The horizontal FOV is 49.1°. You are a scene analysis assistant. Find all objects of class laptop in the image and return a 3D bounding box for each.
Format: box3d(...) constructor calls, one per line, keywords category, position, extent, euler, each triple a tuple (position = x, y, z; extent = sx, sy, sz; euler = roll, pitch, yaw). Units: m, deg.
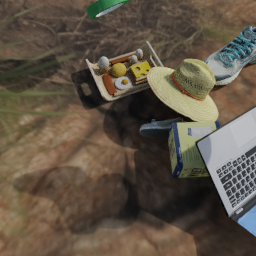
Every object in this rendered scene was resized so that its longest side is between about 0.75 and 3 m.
box3d(category="laptop", position=(3.213, 0.910, 5.617), extent=(2.534, 1.568, 2.706), euler=(-26, 94, -26))

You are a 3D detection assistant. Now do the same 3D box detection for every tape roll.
box3d(category="tape roll", position=(-0.363, -2.205, 5.025), extent=(0.791, 0.791, 0.190), euler=(-29, 107, -15))

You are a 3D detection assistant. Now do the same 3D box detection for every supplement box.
box3d(category="supplement box", position=(1.597, 0.510, 6.604), extent=(1.125, 0.756, 1.126), euler=(-2, 62, -1))

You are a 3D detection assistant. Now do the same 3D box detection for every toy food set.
box3d(category="toy food set", position=(-0.054, -1.686, 7.892), extent=(1.954, 0.590, 1.402), euler=(-21, 63, -11))

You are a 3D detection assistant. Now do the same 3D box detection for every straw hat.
box3d(category="straw hat", position=(1.621, -1.187, 6.967), extent=(2.139, 0.905, 2.139), euler=(19, 41, -17))

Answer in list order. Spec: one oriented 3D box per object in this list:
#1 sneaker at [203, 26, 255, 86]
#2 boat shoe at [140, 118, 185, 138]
box3d(category="sneaker", position=(3.098, -2.228, 7.855), extent=(2.708, 1.169, 1.051), euler=(-34, 67, -17))
box3d(category="boat shoe", position=(0.874, -0.034, 7.105), extent=(1.216, 0.448, 0.390), euler=(-7, 56, -8))
